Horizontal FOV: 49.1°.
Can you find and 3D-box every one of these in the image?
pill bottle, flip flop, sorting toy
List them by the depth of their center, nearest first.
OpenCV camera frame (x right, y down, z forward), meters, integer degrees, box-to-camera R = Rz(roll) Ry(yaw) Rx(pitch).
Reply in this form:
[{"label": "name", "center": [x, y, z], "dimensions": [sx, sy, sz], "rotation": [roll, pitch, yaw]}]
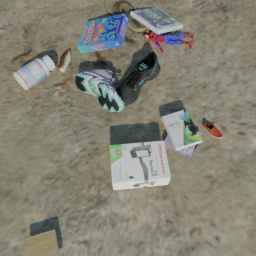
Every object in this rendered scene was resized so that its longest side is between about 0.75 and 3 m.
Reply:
[{"label": "sorting toy", "center": [-2.405, 3.468, 7.981], "dimensions": [0.860, 0.299, 0.855], "rotation": [-15, 63, -8]}, {"label": "pill bottle", "center": [-3.535, -2.147, 10.690], "dimensions": [1.439, 0.783, 0.783], "rotation": [-40, 69, -19]}, {"label": "flip flop", "center": [-0.083, -5.070, 12.275], "dimensions": [0.993, 0.705, 2.448], "rotation": [-34, 67, -16]}]

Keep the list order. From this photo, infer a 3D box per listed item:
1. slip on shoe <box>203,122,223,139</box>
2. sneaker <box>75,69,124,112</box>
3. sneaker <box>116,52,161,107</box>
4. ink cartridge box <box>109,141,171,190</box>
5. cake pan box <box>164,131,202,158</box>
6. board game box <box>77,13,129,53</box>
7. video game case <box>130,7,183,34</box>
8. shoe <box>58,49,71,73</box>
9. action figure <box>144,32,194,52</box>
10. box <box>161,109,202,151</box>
[{"label": "slip on shoe", "center": [2.981, 0.081, 9.813], "dimensions": [0.294, 0.243, 0.793], "rotation": [-40, 71, -21]}, {"label": "sneaker", "center": [-0.648, -1.557, 10.162], "dimensions": [2.249, 0.874, 1.573], "rotation": [39, 49, 21]}, {"label": "sneaker", "center": [0.287, -1.863, 10.410], "dimensions": [0.931, 0.979, 2.471], "rotation": [34, 71, 17]}, {"label": "ink cartridge box", "center": [0.355, 1.179, 8.932], "dimensions": [1.797, 0.755, 1.307], "rotation": [-6, 62, -3]}, {"label": "cake pan box", "center": [1.890, 0.382, 9.636], "dimensions": [1.076, 0.281, 0.991], "rotation": [25, 67, 13]}, {"label": "board game box", "center": [-1.018, -3.811, 11.336], "dimensions": [1.901, 0.428, 1.445], "rotation": [-1, 61, 28]}, {"label": "video game case", "center": [1.226, -4.622, 11.959], "dimensions": [1.589, 0.204, 1.748], "rotation": [-26, 58, -35]}, {"label": "shoe", "center": [-2.539, -2.707, 11.293], "dimensions": [0.394, 0.301, 1.126], "rotation": [-10, 52, 31]}, {"label": "action figure", "center": [1.625, -3.488, 11.452], "dimensions": [2.019, 0.659, 0.999], "rotation": [9, 52, 5]}, {"label": "box", "center": [1.813, 0.049, 9.525], "dimensions": [0.942, 0.237, 1.305], "rotation": [-17, 64, -8]}]
